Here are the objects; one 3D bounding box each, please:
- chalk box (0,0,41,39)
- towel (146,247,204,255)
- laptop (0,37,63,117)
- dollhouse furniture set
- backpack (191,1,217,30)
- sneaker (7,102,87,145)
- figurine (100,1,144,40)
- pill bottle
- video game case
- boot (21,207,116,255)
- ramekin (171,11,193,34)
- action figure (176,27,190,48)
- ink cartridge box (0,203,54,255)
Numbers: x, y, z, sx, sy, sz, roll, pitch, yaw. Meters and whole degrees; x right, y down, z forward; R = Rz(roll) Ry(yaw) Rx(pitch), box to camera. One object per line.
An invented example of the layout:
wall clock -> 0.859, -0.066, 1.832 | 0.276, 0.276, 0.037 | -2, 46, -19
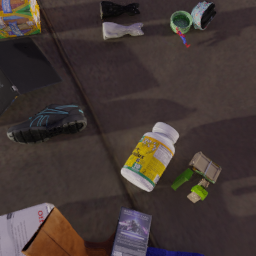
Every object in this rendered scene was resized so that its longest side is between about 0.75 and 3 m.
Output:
chalk box -> -4.871, -4.669, 11.332 | 2.267, 1.403, 1.411 | -8, 70, -3
towel -> 1.094, 4.668, 8.522 | 2.461, 0.610, 1.817 | 7, 64, 2
laptop -> -4.634, -1.921, 11.043 | 2.865, 1.661, 2.683 | -43, 74, 16
dollhouse furniture set -> 2.383, 1.698, 9.650 | 1.025, 0.785, 1.565 | 40, 46, 7
backpack -> 3.080, -4.638, 11.610 | 0.766, 0.903, 1.017 | 25, 76, 32
sneaker -> -2.907, -0.186, 10.092 | 2.755, 1.039, 1.092 | -13, 60, -13
figurine -> -0.232, -4.499, 11.686 | 1.705, 0.752, 1.747 | -6, 71, -7
pill bottle -> 0.810, 0.920, 9.457 | 1.217, 1.217, 2.159 | 31, 74, 10
video game case -> 0.118, 3.122, 8.162 | 1.012, 0.134, 1.417 | 21, 56, -11
boot -> -1.327, 3.226, 8.111 | 2.608, 0.893, 2.456 | 48, 60, -12
ramekin -> 2.219, -4.400, 11.740 | 0.906, 0.442, 0.906 | 0, 69, -1
action figure -> 2.229, -3.716, 11.404 | 0.237, 0.300, 0.918 | -35, 102, 30
ink cartridge box -> -3.380, 3.524, 8.633 | 2.409, 1.035, 1.764 | -15, 72, -6
